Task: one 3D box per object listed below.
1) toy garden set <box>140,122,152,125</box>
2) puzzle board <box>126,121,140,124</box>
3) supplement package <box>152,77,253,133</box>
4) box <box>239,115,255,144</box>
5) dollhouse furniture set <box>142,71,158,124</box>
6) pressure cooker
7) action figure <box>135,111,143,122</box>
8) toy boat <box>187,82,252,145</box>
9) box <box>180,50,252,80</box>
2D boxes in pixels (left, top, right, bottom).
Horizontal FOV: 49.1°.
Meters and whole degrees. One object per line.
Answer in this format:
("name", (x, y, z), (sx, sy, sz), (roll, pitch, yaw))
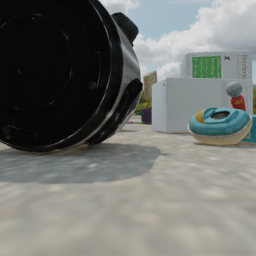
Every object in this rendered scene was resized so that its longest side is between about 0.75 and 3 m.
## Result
("toy garden set", (1.202, -0.289, 12.699), (1.040, 0.249, 1.247), (-1, 2, -14))
("puzzle board", (-0.081, -0.282, 14.306), (1.047, 0.121, 1.389), (2, 3, 39))
("supplement package", (1.573, -0.468, 6.164), (1.908, 1.115, 1.119), (0, 2, -11))
("box", (2.032, 0.005, 3.831), (1.431, 0.352, 0.589), (-1, 3, -28))
("dollhouse furniture set", (1.494, -1.174, 10.455), (1.404, 1.979, 1.568), (-7, 4, -31))
("pressure cooker", (-0.649, -0.603, 3.157), (1.593, 1.618, 1.811), (-3, 2, 10))
("action figure", (1.086, -0.561, 14.778), (1.402, 0.649, 2.374), (-1, -5, 2))
("toy boat", (1.195, -0.191, 3.537), (0.824, 0.455, 0.980), (2, 35, 49))
("box", (2.649, -1.117, 8.775), (1.856, 2.156, 2.167), (-1, 2, 5))
